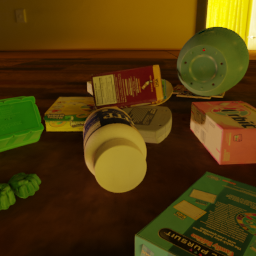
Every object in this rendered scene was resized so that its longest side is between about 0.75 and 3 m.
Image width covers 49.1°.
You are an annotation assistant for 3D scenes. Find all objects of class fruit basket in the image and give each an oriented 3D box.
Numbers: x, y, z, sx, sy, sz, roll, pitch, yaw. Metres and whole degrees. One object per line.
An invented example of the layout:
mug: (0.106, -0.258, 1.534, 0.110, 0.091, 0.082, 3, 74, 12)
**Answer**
fruit basket: (-3.157, -0.120, 6.686, 1.963, 1.416, 1.963, -17, 1, 0)

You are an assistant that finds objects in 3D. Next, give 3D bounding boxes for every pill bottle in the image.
pill bottle: (-0.272, 0.365, 5.385, 1.146, 1.146, 1.914, -3, 20, -10)

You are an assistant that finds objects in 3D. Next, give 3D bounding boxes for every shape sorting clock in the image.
shape sorting clock: (0.960, -1.379, 10.844, 1.544, 0.303, 1.544, -10, 51, 12)

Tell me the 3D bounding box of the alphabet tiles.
alphabet tiles: (3.272, -1.745, 13.043, 2.351, 0.089, 2.825, 8, 21, 21)

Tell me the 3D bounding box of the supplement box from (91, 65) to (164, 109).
supplement box: (0.014, -1.081, 7.910, 1.853, 0.956, 1.213, -7, 0, 6)

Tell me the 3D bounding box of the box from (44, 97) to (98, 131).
box: (-1.606, -0.442, 8.574, 1.446, 0.596, 2.464, 0, 17, -2)

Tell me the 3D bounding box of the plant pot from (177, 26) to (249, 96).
plant pot: (3.219, -2.525, 11.103, 2.777, 2.777, 2.228, 9, 24, 24)

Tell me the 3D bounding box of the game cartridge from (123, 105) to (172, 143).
game cartridge: (0.450, -0.170, 8.018, 1.570, 0.482, 2.359, 1, 19, 15)

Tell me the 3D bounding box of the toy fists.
toy fists: (-1.947, 1.040, 4.664, 0.525, 0.354, 1.030, 14, 23, 34)

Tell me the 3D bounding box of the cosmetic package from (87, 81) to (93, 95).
cosmetic package: (-0.701, -1.814, 12.634, 2.005, 0.518, 1.512, -7, 18, -20)

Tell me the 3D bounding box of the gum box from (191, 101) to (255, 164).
gum box: (2.543, -0.023, 6.942, 1.419, 0.827, 2.501, -2, 19, -3)

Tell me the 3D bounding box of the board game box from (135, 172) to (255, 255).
board game box: (1.282, 1.342, 3.589, 1.513, 0.470, 2.004, 15, 24, 36)
